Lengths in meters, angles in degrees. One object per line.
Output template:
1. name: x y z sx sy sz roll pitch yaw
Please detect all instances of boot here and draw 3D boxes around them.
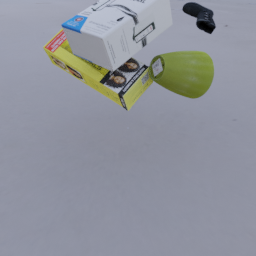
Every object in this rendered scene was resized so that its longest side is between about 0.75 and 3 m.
1. boot: 1.977 -3.108 7.893 0.953 0.380 1.156 14 46 2

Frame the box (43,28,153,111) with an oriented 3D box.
1. box: -0.786 -1.588 7.020 2.796 0.701 1.052 35 75 25

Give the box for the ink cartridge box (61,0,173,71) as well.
1. ink cartridge box: -0.196 -2.212 5.982 1.397 0.807 1.914 29 63 37

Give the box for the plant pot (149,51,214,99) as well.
1. plant pot: 1.106 -1.270 6.342 1.202 1.124 1.124 2 26 -33
